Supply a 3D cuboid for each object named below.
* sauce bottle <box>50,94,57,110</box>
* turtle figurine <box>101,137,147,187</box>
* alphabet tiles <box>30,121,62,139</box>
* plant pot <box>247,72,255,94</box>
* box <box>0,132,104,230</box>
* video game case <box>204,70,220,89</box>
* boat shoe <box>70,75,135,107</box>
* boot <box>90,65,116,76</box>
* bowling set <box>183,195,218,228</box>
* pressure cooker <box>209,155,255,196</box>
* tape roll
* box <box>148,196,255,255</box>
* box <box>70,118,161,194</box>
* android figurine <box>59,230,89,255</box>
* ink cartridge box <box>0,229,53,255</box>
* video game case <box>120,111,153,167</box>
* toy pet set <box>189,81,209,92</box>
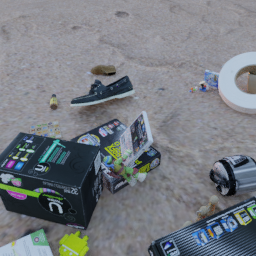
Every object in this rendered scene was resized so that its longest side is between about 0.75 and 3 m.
[{"bbox_3d":[-3.104,-1.121,11.700,0.305,0.305,0.925,-8,40,-10],"label":"sauce bottle"},{"bbox_3d":[-0.091,0.972,7.811,1.215,0.902,1.253,41,9,-15],"label":"turtle figurine"},{"bbox_3d":[-3.006,0.199,10.238,1.064,0.048,1.272,-11,39,-14],"label":"alphabet tiles"},{"bbox_3d":[5.804,-2.091,12.396,1.081,0.958,1.082,13,39,16],"label":"plant pot"},{"bbox_3d":[-2.014,1.352,7.390,2.366,1.758,1.471,9,39,11],"label":"box"},{"bbox_3d":[3.785,-2.190,12.677,0.686,0.757,0.172,24,48,27],"label":"video game case"},{"bbox_3d":[-1.056,-1.552,11.410,2.862,0.949,1.069,-16,14,-22],"label":"boat shoe"},{"bbox_3d":[-1.192,-2.786,13.726,1.267,0.466,0.478,-8,50,-13],"label":"boot"},{"bbox_3d":[2.092,2.418,6.789,1.101,0.849,1.582,28,47,31],"label":"bowling set"},{"bbox_3d":[2.970,1.377,7.931,1.228,1.080,1.097,-8,59,-8],"label":"pressure cooker"},{"bbox_3d":[5.100,-1.883,11.469,2.750,0.502,2.750,-7,64,15],"label":"tape roll"},{"bbox_3d":[2.225,3.101,5.525,2.849,0.677,2.752,-15,56,-19],"label":"box"},{"bbox_3d":[-0.434,0.782,9.099,1.938,0.536,2.419,-26,45,-29],"label":"box"},{"bbox_3d":[-1.327,2.877,6.772,0.731,0.165,0.803,21,41,25],"label":"android figurine"},{"bbox_3d":[-2.368,3.060,6.187,1.392,0.584,1.008,-19,42,-23],"label":"ink cartridge box"},{"bbox_3d":[0.212,0.340,8.347,0.163,1.268,1.395,27,31,-25],"label":"video game case"},{"bbox_3d":[3.263,-1.729,12.462,0.805,0.428,0.752,-14,25,38],"label":"toy pet set"}]
